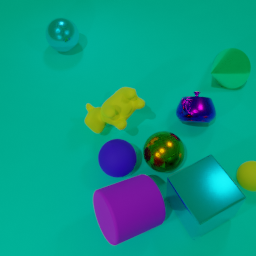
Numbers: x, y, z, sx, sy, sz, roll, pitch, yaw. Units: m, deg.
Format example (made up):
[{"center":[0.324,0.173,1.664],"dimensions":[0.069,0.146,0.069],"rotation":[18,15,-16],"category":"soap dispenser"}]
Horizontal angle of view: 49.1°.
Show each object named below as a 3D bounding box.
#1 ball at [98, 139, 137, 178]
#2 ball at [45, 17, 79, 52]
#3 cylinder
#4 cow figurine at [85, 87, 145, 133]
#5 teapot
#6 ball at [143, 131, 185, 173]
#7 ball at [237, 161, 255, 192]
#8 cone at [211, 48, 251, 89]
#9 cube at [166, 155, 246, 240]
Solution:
[{"center":[-0.295,0.835,7.794],"dimensions":[1.075,1.075,1.075],"rotation":[0,59,0],"category":"ball"},{"center":[-2.406,-3.419,10.288],"dimensions":[1.205,1.205,1.205],"rotation":[0,59,0],"category":"ball"},{"center":[0.006,1.914,6.697],"dimensions":[1.304,1.304,1.304],"rotation":[-14,58,-26],"category":"cylinder"},{"center":[-0.458,-0.547,8.167],"dimensions":[1.715,0.942,1.688],"rotation":[-46,27,-4],"category":"cow figurine"},{"center":[2.115,-0.636,8.594],"dimensions":[1.201,1.932,0.946],"rotation":[4,90,38],"category":"teapot"},{"center":[1.001,0.666,7.830],"dimensions":[1.163,1.163,1.163],"rotation":[0,59,0],"category":"ball"},{"center":[3.392,1.308,7.613],"dimensions":[0.818,0.818,0.818],"rotation":[0,59,0],"category":"ball"},{"center":[3.002,-1.836,8.999],"dimensions":[1.354,1.349,1.349],"rotation":[-20,57,-43],"category":"cone"},{"center":[1.851,1.730,6.986],"dimensions":[1.317,1.317,1.317],"rotation":[-25,56,-11],"category":"cube"}]
